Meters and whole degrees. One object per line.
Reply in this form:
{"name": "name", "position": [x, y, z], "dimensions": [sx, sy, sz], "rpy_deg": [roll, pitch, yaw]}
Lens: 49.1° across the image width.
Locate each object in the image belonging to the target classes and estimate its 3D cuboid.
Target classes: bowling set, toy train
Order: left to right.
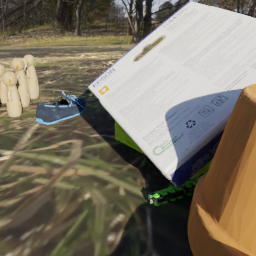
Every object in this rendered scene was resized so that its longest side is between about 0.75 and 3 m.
{"name": "bowling set", "position": [-4.078, -1.413, 8.819], "dimensions": [2.019, 1.557, 2.901], "rpy_deg": [-2, 19, -7]}
{"name": "toy train", "position": [0.691, 0.962, 4.216], "dimensions": [0.898, 0.187, 0.253], "rpy_deg": [-10, 12, -25]}

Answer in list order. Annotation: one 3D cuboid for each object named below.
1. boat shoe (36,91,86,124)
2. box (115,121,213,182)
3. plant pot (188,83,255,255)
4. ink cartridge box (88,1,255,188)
{"name": "boat shoe", "position": [-1.800, -0.648, 7.998], "dimensions": [0.814, 0.664, 1.934], "rpy_deg": [7, 21, 19]}
{"name": "box", "position": [1.123, 0.182, 5.713], "dimensions": [1.672, 0.653, 2.742], "rpy_deg": [-14, 23, -32]}
{"name": "plant pot", "position": [2.015, 0.550, 2.930], "dimensions": [2.589, 1.812, 2.589], "rpy_deg": [1, 20, 0]}
{"name": "ink cartridge box", "position": [1.042, -0.900, 5.016], "dimensions": [2.935, 0.647, 2.990], "rpy_deg": [-40, 41, -2]}
